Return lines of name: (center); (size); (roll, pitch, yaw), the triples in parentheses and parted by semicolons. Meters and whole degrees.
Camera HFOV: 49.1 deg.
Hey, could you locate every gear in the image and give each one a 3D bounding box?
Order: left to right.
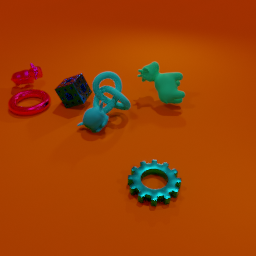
gear: (0.658, 1.351, 7.053); (1.312, 0.243, 1.312); (0, 38, 0)

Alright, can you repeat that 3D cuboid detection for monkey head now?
monkey head: (-0.990, -0.323, 8.781); (0.734, 1.218, 0.877); (46, 23, -6)

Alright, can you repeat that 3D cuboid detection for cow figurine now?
cow figurine: (-3.850, -1.989, 10.627); (1.182, 0.649, 1.163); (-17, 3, -16)
cow figurine: (1.135, -1.557, 9.852); (1.563, 0.872, 1.588); (-1, 68, -4)

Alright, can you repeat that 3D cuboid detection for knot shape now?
knot shape: (-0.638, -1.159, 9.230); (1.488, 1.392, 0.688); (1, 24, 26)

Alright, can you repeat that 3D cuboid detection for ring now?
ring: (-3.490, -0.936, 9.950); (1.467, 0.293, 1.467); (0, 38, 0)

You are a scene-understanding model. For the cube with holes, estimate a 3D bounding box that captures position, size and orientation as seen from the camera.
cube with holes: (-1.891, -1.299, 9.802); (0.795, 0.795, 0.795); (-11, 32, 27)
